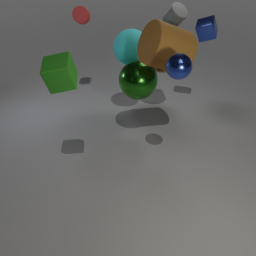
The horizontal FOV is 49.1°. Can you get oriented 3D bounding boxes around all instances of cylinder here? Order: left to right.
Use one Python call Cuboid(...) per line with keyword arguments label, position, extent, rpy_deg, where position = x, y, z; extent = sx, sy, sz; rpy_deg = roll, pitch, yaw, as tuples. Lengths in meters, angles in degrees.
Cuboid(label="cylinder", position=(-2.009, -4.869, 12.105), extent=(0.700, 0.700, 0.700), rpy_deg=(-1, 16, -1))
Cuboid(label="cylinder", position=(1.232, -2.567, 8.957), extent=(1.400, 1.400, 1.400), rpy_deg=(8, 26, -29))
Cuboid(label="cylinder", position=(1.797, -4.281, 10.689), extent=(0.700, 0.700, 0.700), rpy_deg=(9, 68, -24))

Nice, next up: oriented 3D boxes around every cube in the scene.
Cuboid(label="cube", position=(-1.712, -1.387, 7.048), extent=(0.700, 0.700, 0.700), rpy_deg=(-10, 49, 5))
Cuboid(label="cube", position=(3.218, -4.047, 11.442), extent=(0.700, 0.700, 0.700), rpy_deg=(-4, 46, 30))

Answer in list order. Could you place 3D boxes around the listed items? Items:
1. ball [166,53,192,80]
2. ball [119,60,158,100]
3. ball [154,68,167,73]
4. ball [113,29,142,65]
Cuboid(label="ball", position=(1.360, -1.641, 7.470), extent=(0.700, 0.700, 0.700), rpy_deg=(0, 32, 0))
Cuboid(label="ball", position=(0.362, -1.724, 10.036), extent=(1.400, 1.400, 1.400), rpy_deg=(0, 32, 0))
Cuboid(label="ball", position=(1.445, -3.010, 11.634), extent=(1.400, 1.400, 1.400), rpy_deg=(0, 32, 0))
Cuboid(label="ball", position=(0.131, -3.152, 10.990), extent=(1.400, 1.400, 1.400), rpy_deg=(0, 32, 0))
